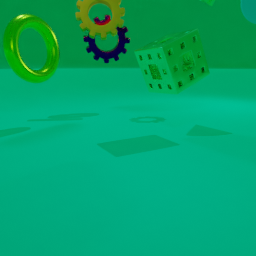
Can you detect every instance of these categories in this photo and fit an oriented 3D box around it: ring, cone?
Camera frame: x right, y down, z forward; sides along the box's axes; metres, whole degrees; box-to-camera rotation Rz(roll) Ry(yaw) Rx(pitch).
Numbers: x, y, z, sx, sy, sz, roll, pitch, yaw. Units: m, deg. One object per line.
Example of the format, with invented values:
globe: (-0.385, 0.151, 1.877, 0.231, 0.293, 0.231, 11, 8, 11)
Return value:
ring: (-2.660, -2.217, 7.910, 0.379, 1.895, 1.895, 3, 13, 30)
cone: (3.830, -3.822, 8.592, 1.256, 1.256, 1.261, 0, 18, -2)

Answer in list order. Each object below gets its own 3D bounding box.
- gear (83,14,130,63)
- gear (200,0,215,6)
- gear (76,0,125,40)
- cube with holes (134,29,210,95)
gear: (-0.807, -3.361, 10.628, 1.717, 1.717, 0.318, -2, 27, -10)
gear: (2.525, -4.742, 9.991, 1.192, 0.220, 1.192, 23, 25, -12)
gear: (-0.976, -4.031, 9.930, 1.699, 1.699, 0.314, -2, 3, -7)
cube with holes: (1.082, -1.621, 6.932, 1.140, 1.140, 1.140, -32, 24, -22)
